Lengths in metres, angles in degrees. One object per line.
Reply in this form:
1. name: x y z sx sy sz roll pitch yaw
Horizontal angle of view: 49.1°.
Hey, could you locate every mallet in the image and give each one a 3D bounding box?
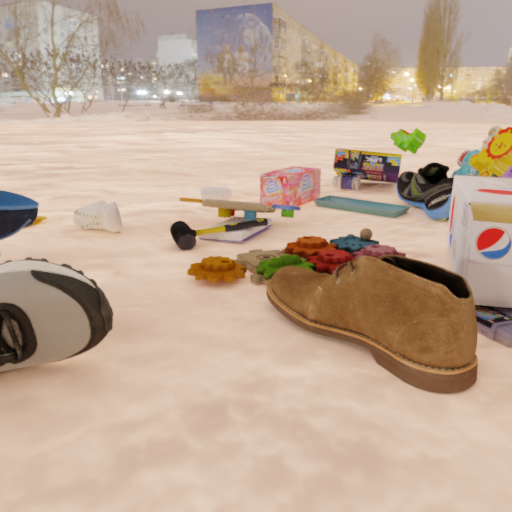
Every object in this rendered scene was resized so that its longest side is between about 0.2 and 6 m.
1. mallet: -0.651 -0.461 10.588 1.897 0.390 0.625 -7 33 -13

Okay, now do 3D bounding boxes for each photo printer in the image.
1. photo printer: -1.063 -1.661 14.905 0.842 0.292 0.700 -2 17 -5

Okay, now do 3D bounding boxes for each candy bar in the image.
1. candy bar: -5.135 -0.620 11.707 0.420 0.187 1.685 8 18 25

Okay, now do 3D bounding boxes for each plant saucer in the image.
1. plant saucer: 2.522 -1.196 13.566 2.249 0.213 0.786 14 22 37

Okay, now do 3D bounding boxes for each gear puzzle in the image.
1. gear puzzle: 0.617 -0.018 9.213 3.626 0.475 1.878 -6 18 -19

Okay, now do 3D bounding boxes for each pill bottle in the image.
1. pill bottle: 2.596 -2.118 16.131 0.749 0.448 0.448 7 18 21

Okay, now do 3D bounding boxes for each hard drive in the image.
1. hard drive: -0.394 -0.556 11.404 0.959 0.184 1.454 5 17 24

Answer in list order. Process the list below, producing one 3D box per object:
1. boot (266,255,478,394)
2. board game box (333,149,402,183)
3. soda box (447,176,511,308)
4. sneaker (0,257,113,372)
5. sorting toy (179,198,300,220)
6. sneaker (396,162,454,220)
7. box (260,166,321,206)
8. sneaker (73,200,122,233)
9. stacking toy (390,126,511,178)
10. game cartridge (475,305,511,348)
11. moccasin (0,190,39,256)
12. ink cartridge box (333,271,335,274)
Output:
1. boot: 1.245 0.421 6.652 1.147 1.176 3.116 -15 21 -33
2. board game box: 3.263 -2.592 16.363 1.827 0.627 2.210 9 3 13
3. soda box: 3.775 -0.408 8.591 1.427 1.334 4.191 5 14 16
4. sneaker: -3.032 0.864 5.507 3.237 1.196 1.283 -7 27 -2
5. sorting toy: -0.348 -0.954 11.805 2.581 0.352 1.453 6 4 11
6. sneaker: 4.202 -1.679 13.420 1.021 1.193 2.879 0 17 -5
7. box: 0.906 -1.785 14.398 0.893 0.824 1.741 11 20 32
8. sneaker: -3.311 -0.742 11.555 0.832 0.652 1.675 -18 14 -28
9. stacking toy: 5.030 -1.829 11.932 2.989 0.931 3.964 27 8 -23
10. game cartridge: 3.040 0.744 7.179 0.895 0.265 1.380 -2 16 -22
11. moccasin: -4.682 -0.390 8.467 1.237 1.048 3.074 20 19 23
12. ink cartridge box: 1.912 0.441 8.113 1.210 0.246 1.213 -7 18 -21
